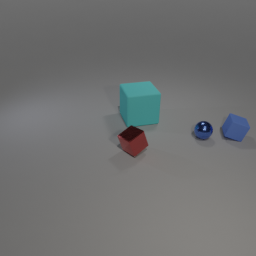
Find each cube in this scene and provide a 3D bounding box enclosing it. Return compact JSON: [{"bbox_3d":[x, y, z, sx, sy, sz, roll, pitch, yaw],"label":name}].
[{"bbox_3d":[0.177,0.443,9.853,0.700,0.700,0.700,-38,38,-23],"label":"cube"},{"bbox_3d":[0.473,-1.034,11.876,1.400,1.400,1.400,-7,32,-13],"label":"cube"},{"bbox_3d":[4.113,-0.023,10.718,0.700,0.700,0.700,19,32,-3],"label":"cube"}]

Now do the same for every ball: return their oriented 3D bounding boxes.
[{"bbox_3d":[2.879,0.077,10.682,0.700,0.700,0.700,0,31,0],"label":"ball"}]
